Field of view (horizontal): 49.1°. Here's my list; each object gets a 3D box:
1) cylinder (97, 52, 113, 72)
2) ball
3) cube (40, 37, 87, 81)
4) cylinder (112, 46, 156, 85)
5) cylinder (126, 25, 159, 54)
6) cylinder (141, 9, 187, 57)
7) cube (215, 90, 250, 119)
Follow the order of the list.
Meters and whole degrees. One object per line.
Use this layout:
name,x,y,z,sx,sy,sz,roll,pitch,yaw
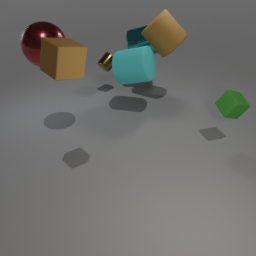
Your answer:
cylinder,-1.028,-3.238,13.782,0.700,0.700,0.700,33,82,41
ball,-2.601,-2.587,8.748,1.400,1.400,1.400,0,31,0
cube,-1.377,-1.475,5.946,0.700,0.700,0.700,-15,38,-41
cylinder,0.268,-2.573,11.603,1.400,1.400,1.400,-2,28,27
cylinder,0.805,-4.223,13.676,1.400,1.400,1.400,-7,28,21
cylinder,1.534,-4.002,11.913,1.400,1.400,1.400,-42,15,14
cube,3.642,-0.813,9.771,0.700,0.700,0.700,5,48,-31
